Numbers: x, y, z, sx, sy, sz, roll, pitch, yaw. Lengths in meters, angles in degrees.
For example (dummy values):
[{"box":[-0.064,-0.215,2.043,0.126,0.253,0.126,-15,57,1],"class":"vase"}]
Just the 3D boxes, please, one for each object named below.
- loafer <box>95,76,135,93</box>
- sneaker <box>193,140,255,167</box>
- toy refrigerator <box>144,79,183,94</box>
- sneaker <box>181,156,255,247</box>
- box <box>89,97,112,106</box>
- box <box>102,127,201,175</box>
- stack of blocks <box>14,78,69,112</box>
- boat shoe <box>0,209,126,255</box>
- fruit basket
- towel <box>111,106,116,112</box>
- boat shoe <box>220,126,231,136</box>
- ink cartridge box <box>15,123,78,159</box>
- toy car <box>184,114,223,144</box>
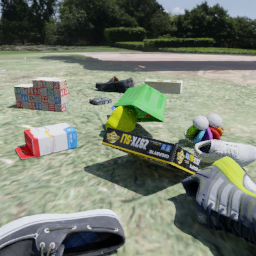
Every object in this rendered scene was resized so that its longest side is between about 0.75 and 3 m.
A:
[{"box":[-0.758,-2.554,16.092,2.448,0.885,0.891,5,21,18],"class":"loafer"},{"box":[2.396,0.618,6.947,1.569,0.587,0.781,-1,-24,21],"class":"sneaker"},{"box":[2.012,-2.408,15.922,2.065,0.722,0.784,6,20,16],"class":"toy refrigerator"},{"box":[1.766,1.445,4.594,1.123,1.025,2.774,-20,17,-2],"class":"sneaker"},{"box":[-1.324,-1.302,13.517,0.870,0.189,0.697,-14,24,-36],"class":"box"},{"box":[0.563,0.551,6.629,1.909,0.471,1.524,14,-10,35],"class":"box"},{"box":[-3.822,-1.516,12.370,2.327,1.340,0.681,5,19,16],"class":"stack of blocks"},{"box":[-0.994,1.715,4.078,2.054,0.718,0.680,0,16,-25],"class":"boat shoe"},{"box":[0.172,-0.425,9.391,1.469,2.036,2.036,27,10,-21],"class":"fruit basket"},{"box":[0.196,-0.646,11.030,1.662,0.198,1.203,1,19,-8],"class":"towel"},{"box":[3.040,0.073,9.333,0.966,0.304,0.352,-6,20,-17],"class":"boat shoe"},{"box":[-2.401,0.345,8.156,1.623,0.546,0.943,-13,23,-31],"class":"ink cartridge box"},{"box":[2.330,0.163,8.430,1.145,1.002,0.859,-8,57,-23],"class":"toy car"}]
